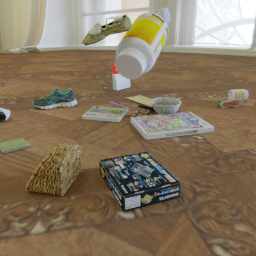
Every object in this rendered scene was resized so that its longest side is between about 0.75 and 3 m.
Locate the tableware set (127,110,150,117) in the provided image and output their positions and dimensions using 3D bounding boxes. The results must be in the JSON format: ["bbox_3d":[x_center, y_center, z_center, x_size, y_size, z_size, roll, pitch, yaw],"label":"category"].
[{"bbox_3d":[0.453,-0.662,12.778,0.965,0.134,1.155,4,21,11],"label":"tableware set"}]

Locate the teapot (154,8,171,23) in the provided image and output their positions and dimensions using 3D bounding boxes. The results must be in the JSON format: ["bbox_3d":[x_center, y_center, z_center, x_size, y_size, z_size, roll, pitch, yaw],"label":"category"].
[{"bbox_3d":[1.602,-5.234,13.110,0.563,0.771,0.761,4,32,34],"label":"teapot"}]

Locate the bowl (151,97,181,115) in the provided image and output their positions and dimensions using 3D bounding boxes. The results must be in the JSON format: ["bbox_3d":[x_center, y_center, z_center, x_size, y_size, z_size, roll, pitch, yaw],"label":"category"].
[{"bbox_3d":[1.711,-0.913,12.705,1.379,0.647,1.379,0,21,0],"label":"bowl"}]

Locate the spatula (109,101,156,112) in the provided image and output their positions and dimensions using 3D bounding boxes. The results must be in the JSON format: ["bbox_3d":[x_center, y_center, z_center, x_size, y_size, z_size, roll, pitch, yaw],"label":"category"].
[{"bbox_3d":[0.296,-1.008,13.348,2.481,0.255,0.701,8,3,12],"label":"spatula"}]

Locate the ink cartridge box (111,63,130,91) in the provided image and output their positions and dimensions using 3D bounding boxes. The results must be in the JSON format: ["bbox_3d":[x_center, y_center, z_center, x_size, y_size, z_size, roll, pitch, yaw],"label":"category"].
[{"bbox_3d":[-0.419,-3.202,17.283,0.453,1.587,1.290,18,27,38],"label":"ink cartridge box"}]

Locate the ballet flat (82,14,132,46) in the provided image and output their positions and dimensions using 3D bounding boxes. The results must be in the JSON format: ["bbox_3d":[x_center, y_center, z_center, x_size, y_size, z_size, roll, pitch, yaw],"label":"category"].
[{"bbox_3d":[-0.809,-3.562,10.004,1.922,0.679,0.679,-20,23,-2],"label":"ballet flat"}]

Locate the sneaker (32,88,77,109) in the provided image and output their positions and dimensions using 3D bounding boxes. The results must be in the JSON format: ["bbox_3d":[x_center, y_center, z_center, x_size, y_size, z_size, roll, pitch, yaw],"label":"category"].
[{"bbox_3d":[-3.622,-1.509,13.795,2.129,0.971,0.826,-9,23,-20],"label":"sneaker"}]

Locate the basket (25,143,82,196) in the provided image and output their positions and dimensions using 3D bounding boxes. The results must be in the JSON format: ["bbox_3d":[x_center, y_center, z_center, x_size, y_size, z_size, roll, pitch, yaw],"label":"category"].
[{"bbox_3d":[-1.961,0.962,7.378,1.074,1.029,1.441,6,22,11],"label":"basket"}]

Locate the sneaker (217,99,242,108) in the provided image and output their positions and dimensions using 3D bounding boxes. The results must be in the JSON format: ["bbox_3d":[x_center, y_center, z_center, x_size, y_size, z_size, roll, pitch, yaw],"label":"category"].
[{"bbox_3d":[5.066,-1.293,13.965,1.243,0.444,0.497,-7,27,-14],"label":"sneaker"}]

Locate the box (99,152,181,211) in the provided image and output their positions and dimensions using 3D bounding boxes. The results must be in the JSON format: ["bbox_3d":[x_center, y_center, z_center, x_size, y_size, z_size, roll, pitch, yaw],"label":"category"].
[{"bbox_3d":[0.230,1.289,7.339,1.519,0.440,1.911,-9,23,-21],"label":"box"}]

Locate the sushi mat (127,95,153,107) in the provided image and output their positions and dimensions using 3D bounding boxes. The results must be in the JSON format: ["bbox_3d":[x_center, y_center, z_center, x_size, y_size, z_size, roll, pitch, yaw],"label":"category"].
[{"bbox_3d":[0.909,-1.439,14.792,0.993,0.126,2.075,-17,27,-34],"label":"sushi mat"}]

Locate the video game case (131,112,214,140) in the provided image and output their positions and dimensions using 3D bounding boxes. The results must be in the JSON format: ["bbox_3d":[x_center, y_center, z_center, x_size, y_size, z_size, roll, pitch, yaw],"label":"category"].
[{"bbox_3d":[1.713,-0.153,11.312,2.790,0.251,1.998,-6,22,-15],"label":"video game case"}]

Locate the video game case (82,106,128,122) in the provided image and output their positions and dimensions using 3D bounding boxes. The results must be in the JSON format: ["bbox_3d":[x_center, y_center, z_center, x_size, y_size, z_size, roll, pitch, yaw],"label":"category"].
[{"bbox_3d":[-0.994,-0.648,12.674,1.711,0.196,1.557,5,22,15],"label":"video game case"}]

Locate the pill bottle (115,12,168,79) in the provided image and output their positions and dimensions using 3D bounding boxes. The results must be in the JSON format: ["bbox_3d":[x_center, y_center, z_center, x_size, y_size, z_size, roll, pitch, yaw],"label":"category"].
[{"bbox_3d":[0.526,-3.298,11.311,1.592,1.592,2.915,9,49,22],"label":"pill bottle"}]

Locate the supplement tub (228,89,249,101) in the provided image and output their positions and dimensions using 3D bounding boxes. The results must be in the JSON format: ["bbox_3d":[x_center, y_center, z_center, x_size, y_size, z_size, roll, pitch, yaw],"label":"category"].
[{"bbox_3d":[5.849,-1.738,14.846,0.873,0.635,0.635,-5,22,-12],"label":"supplement tub"}]

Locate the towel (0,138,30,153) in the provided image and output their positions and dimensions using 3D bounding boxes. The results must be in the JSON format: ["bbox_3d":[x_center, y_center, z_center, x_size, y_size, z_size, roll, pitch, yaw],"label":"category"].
[{"bbox_3d":[-3.893,0.590,9.520,0.941,0.172,0.698,-16,27,-37],"label":"towel"}]

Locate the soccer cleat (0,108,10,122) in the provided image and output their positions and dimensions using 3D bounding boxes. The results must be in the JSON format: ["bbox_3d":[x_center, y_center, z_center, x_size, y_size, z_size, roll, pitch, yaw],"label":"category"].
[{"bbox_3d":[-5.975,-0.618,12.057,1.771,0.619,0.765,7,23,-1],"label":"soccer cleat"}]
